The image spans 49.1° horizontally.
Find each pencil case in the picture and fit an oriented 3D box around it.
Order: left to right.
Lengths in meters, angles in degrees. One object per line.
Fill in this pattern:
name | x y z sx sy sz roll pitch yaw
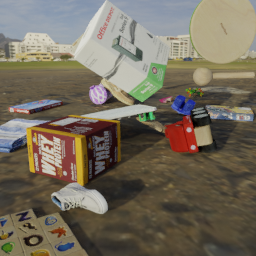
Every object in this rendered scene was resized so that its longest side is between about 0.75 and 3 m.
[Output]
pencil case | -1.497 -2.194 16.733 1.121 1.142 2.671 -23 12 12

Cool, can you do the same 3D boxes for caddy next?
caddy | 2.635 -1.023 13.402 0.996 0.740 1.409 28 22 12

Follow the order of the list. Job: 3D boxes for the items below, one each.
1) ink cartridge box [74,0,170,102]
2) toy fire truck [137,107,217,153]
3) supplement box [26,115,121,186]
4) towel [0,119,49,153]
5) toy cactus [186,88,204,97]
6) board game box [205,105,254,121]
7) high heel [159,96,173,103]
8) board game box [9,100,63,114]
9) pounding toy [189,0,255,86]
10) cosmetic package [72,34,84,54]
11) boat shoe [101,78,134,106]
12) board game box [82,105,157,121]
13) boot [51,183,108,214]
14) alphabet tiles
ink cartridge box | -0.102 -2.422 9.009 2.685 1.959 1.128 29 -35 -22
toy fire truck | 1.449 0.021 8.802 2.222 1.430 1.956 -13 10 13
supplement box | -1.321 0.453 7.140 1.686 1.135 1.709 8 17 27
towel | -4.019 0.168 9.721 2.140 0.347 2.913 3 16 14
toy cactus | 4.515 -2.353 18.797 1.232 0.630 1.016 4 -3 23
board game box | 4.573 -0.700 12.849 2.048 0.354 1.388 5 16 17
high heel | 2.281 -1.703 16.583 0.478 0.336 0.997 22 38 30
board game box | -4.750 -1.142 14.668 1.322 0.250 2.568 8 18 24
pounding toy | 2.807 -2.808 8.883 2.065 2.676 1.242 -9 16 -5
cosmetic package | -2.099 -4.116 13.458 1.312 0.466 0.690 -49 -1 -17
boat shoe | -0.491 -2.157 15.505 2.534 0.818 0.903 43 16 23
board game box | -0.739 -0.332 9.922 2.955 0.382 2.955 -11 9 -8
boot | -0.943 1.395 5.215 0.590 0.454 1.234 -21 17 -38
alphabet tiles | -1.689 1.868 4.015 1.930 0.073 2.320 -9 17 -31
